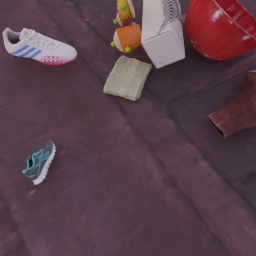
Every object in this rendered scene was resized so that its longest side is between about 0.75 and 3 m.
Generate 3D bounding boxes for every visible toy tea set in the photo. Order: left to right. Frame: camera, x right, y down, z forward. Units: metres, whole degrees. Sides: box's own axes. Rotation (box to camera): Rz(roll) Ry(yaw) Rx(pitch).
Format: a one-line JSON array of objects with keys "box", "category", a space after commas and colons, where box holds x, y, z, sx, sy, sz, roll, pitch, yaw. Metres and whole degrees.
[{"box": [-0.187, -3.232, 8.866, 0.968, 1.555, 2.614, -19, 18, 6], "category": "toy tea set"}]

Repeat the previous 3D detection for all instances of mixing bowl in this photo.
[{"box": [2.773, -3.116, 8.674, 2.697, 1.461, 2.697, 23, 45, -25], "category": "mixing bowl"}]

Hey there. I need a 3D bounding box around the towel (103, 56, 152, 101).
[{"box": [-0.008, -1.570, 8.631, 1.187, 0.292, 1.600, 16, 58, 11], "category": "towel"}]

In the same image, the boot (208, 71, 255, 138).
[{"box": [3.056, -0.723, 7.710, 1.861, 0.809, 2.237, -22, 31, 8], "category": "boot"}]

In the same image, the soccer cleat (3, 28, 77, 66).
[{"box": [-2.675, -2.472, 8.392, 2.222, 0.959, 0.776, 7, 56, 4], "category": "soccer cleat"}]

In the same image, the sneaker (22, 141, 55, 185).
[{"box": [-2.166, 0.747, 6.822, 0.462, 0.543, 1.190, -24, 40, 34], "category": "sneaker"}]

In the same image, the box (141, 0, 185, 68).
[{"box": [1.063, -3.229, 8.551, 0.943, 1.134, 2.759, -17, 50, 25], "category": "box"}]
